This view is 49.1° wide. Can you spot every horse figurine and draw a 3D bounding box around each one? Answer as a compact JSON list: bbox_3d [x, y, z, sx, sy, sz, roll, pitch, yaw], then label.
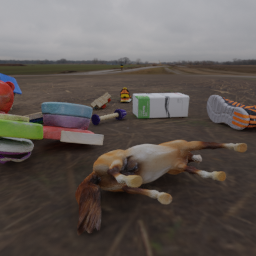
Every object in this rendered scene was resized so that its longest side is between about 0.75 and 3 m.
[{"bbox_3d":[0.358,0.632,4.319,2.863,0.715,1.898,-14,7,-29],"label":"horse figurine"}]

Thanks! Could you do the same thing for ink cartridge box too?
[{"bbox_3d":[1.211,-0.885,10.733,1.915,0.807,1.399,-1,13,-6],"label":"ink cartridge box"}]

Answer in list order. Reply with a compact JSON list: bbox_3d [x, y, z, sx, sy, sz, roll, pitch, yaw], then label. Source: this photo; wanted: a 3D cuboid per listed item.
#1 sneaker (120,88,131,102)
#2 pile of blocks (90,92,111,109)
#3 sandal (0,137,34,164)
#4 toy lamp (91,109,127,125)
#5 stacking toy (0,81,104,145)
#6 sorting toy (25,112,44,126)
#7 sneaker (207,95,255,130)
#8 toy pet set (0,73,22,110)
[{"bbox_3d":[-0.115,-1.783,14.728,0.572,0.736,1.635,0,13,1],"label":"sneaker"},{"bbox_3d":[-1.190,-1.062,12.533,0.496,0.656,1.597,44,30,0],"label":"pile of blocks"},{"bbox_3d":[-2.398,0.470,5.738,0.897,0.542,2.205,11,-2,-12],"label":"sandal"},{"bbox_3d":[-0.611,-0.402,9.609,0.416,0.416,1.429,12,17,42],"label":"toy lamp"},{"bbox_3d":[-1.923,-0.389,5.968,2.889,1.220,2.616,6,-3,-26],"label":"stacking toy"},{"bbox_3d":[-2.752,-0.121,7.707,2.814,0.476,1.357,-16,8,-22],"label":"sorting toy"},{"bbox_3d":[3.645,-0.481,9.285,1.296,0.898,2.314,0,23,-17],"label":"sneaker"},{"bbox_3d":[-5.481,-1.597,11.167,2.613,1.388,2.440,13,0,25],"label":"toy pet set"}]
